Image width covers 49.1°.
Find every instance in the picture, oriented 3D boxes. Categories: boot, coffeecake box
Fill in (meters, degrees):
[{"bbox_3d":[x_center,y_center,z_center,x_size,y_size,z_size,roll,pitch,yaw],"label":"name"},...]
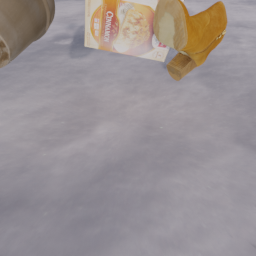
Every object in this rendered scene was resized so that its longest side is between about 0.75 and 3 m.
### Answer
[{"bbox_3d":[1.756,-2.718,7.269,1.018,2.894,2.072,39,79,27],"label":"boot"},{"bbox_3d":[0.105,-3.382,8.839,2.793,2.144,1.021,10,62,-4],"label":"coffeecake box"}]

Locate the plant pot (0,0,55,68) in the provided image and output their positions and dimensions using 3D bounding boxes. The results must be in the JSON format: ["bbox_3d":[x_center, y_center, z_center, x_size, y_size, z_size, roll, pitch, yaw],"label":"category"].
[{"bbox_3d":[-2.821,-2.321,5.986,2.124,2.124,1.843,3,54,4],"label":"plant pot"}]
